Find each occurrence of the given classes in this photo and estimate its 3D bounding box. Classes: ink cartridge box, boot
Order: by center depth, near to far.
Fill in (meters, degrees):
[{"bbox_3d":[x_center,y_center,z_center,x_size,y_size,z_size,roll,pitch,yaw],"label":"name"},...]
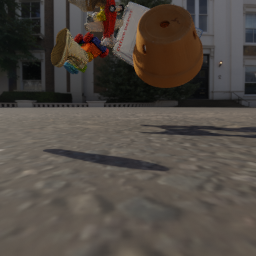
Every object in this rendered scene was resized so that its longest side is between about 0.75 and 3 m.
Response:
[{"bbox_3d":[-2.091,-2.611,10.324,0.662,1.818,1.413,-19,-39,22],"label":"boot"},{"bbox_3d":[0.979,-3.207,10.549,1.233,2.105,2.913,-7,36,-47],"label":"ink cartridge box"}]

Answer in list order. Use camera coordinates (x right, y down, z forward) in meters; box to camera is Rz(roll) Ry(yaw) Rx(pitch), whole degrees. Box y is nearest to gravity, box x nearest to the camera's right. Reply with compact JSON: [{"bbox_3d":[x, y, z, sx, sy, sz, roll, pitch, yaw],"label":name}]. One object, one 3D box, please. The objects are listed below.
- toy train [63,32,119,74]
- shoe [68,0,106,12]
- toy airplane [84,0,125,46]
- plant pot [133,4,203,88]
[{"bbox_3d":[-1.587,-2.947,11.437,1.169,1.598,2.762,40,-12,-35],"label":"toy train"},{"bbox_3d":[-0.831,-2.937,6.132,0.484,0.634,1.814,1,31,7],"label":"shoe"},{"bbox_3d":[-0.792,-3.576,9.576,1.066,1.504,1.511,29,-8,24],"label":"toy airplane"},{"bbox_3d":[1.081,-2.428,7.980,2.111,2.111,1.478,1,-26,13],"label":"plant pot"}]
